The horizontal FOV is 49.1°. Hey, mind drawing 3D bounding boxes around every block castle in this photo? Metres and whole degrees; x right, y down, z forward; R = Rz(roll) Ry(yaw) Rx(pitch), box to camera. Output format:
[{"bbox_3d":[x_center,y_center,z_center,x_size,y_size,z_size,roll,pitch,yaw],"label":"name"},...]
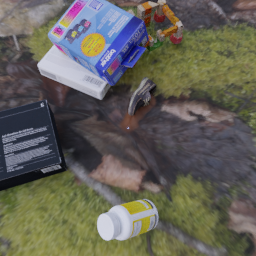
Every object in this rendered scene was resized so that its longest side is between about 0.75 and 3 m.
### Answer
[{"bbox_3d":[0.537,-2.913,8.708,2.093,0.982,1.399,-29,72,-10],"label":"block castle"}]

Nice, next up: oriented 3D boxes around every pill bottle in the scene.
[{"bbox_3d":[-0.002,1.883,5.723,1.213,0.675,0.675,2,53,-45],"label":"pill bottle"}]

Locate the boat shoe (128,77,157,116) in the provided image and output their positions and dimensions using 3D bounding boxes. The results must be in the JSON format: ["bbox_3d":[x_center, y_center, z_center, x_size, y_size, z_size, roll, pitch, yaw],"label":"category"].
[{"bbox_3d":[0.427,-0.879,7.891,0.481,0.489,1.313,23,66,12],"label":"boat shoe"}]

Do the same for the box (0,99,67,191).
[{"bbox_3d":[-2.916,0.518,6.828,2.436,0.961,1.719,-16,71,-8],"label":"box"}]

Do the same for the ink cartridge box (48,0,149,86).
[{"bbox_3d":[-0.638,-2.365,7.598,2.516,0.960,1.716,35,86,18],"label":"ink cartridge box"}]

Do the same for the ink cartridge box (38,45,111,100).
[{"bbox_3d":[-1.291,-2.057,8.502,2.152,0.481,1.896,24,65,12],"label":"ink cartridge box"}]
